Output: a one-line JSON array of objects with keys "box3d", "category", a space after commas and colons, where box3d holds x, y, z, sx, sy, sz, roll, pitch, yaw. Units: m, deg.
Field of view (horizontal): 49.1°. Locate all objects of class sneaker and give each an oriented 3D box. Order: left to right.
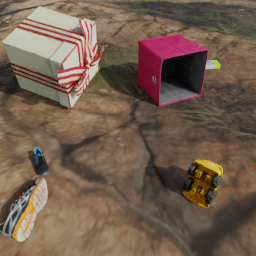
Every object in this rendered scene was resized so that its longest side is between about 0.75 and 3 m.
[{"box3d": [-2.409, 1.822, 6.591, 0.628, 0.636, 1.626, 3, 38, 13], "category": "sneaker"}, {"box3d": [-2.493, 0.942, 7.906, 0.355, 0.397, 0.970, -18, 42, -23], "category": "sneaker"}]

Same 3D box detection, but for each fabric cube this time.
[{"box3d": [1.620, -2.320, 10.906, 1.976, 1.938, 1.970, -16, 40, -18], "category": "fabric cube"}]

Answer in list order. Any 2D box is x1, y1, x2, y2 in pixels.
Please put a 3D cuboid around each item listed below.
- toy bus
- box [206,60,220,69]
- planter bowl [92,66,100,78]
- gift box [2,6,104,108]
[{"box3d": [2.013, 1.213, 6.999, 0.781, 1.151, 1.105, 28, 38, 31], "category": "toy bus"}, {"box3d": [3.762, -2.974, 13.171, 0.968, 0.231, 0.590, -3, 37, -5], "category": "box"}, {"box3d": [-1.733, -2.448, 12.324, 1.004, 0.418, 1.004, 0, 37, 0], "category": "planter bowl"}, {"box3d": [-2.453, -2.491, 9.743, 2.590, 2.774, 2.559, 21, 63, 9], "category": "gift box"}]
